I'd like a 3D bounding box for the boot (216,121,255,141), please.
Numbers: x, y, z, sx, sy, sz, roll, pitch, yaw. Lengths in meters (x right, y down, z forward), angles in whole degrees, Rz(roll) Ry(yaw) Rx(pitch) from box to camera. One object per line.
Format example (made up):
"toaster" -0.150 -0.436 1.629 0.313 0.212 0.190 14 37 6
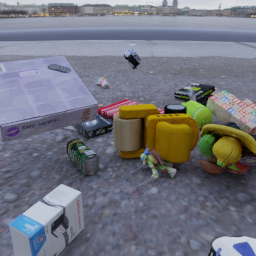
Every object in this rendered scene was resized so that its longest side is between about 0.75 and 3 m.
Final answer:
"boot" 3.704 0.413 8.874 1.660 0.754 1.976 27 16 34

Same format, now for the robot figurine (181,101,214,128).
"robot figurine" 2.672 -0.531 10.967 1.307 0.861 1.489 -10 29 -27

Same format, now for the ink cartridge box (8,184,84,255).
"ink cartridge box" -1.517 1.934 5.499 0.582 1.008 1.389 13 28 27

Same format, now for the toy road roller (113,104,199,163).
"toy road roller" 0.872 0.217 8.330 2.520 1.549 1.840 -3 19 -7

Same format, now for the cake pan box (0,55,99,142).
"cake pan box" -2.587 -0.967 7.852 2.755 0.721 2.537 -17 51 -31

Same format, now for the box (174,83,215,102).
"box" 3.269 -1.780 13.804 1.409 0.347 1.459 -31 30 -26

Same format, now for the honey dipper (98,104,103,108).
"honey dipper" -1.698 -0.816 12.302 1.569 0.298 0.298 -20 31 -41

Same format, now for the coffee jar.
"coffee jar" -1.366 0.824 8.294 0.555 0.678 1.301 -15 28 -29

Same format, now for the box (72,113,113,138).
"box" -1.453 -0.183 10.614 1.149 0.312 1.434 -15 36 -37

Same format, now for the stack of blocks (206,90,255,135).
"stack of blocks" 4.100 -0.591 10.461 1.176 0.598 2.042 -26 51 -24

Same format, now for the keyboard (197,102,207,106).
"keyboard" 3.815 -1.025 12.886 1.492 0.296 0.776 2 2 9

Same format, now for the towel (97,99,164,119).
"towel" 0.361 -0.579 11.734 2.850 0.320 2.061 20 29 33

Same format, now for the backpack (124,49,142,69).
"backpack" 0.165 -2.981 11.774 0.594 0.771 0.735 -42 42 5

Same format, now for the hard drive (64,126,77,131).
"hard drive" -2.289 -0.181 11.045 1.194 0.159 0.788 10 28 18

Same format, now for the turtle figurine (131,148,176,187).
"turtle figurine" 0.723 1.169 7.873 1.062 1.095 0.788 17 -10 -17

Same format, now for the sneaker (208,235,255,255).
"sneaker" 1.892 2.537 4.492 1.354 0.947 2.345 8 19 24

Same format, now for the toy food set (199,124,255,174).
"toy food set" 2.623 0.806 7.474 1.727 0.959 2.935 23 -8 16

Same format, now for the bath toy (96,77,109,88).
"bath toy" -1.393 -2.568 15.910 0.429 0.504 1.160 30 6 -35

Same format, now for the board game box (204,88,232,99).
"board game box" 4.294 -1.777 14.332 1.079 0.276 1.592 -14 28 -27
